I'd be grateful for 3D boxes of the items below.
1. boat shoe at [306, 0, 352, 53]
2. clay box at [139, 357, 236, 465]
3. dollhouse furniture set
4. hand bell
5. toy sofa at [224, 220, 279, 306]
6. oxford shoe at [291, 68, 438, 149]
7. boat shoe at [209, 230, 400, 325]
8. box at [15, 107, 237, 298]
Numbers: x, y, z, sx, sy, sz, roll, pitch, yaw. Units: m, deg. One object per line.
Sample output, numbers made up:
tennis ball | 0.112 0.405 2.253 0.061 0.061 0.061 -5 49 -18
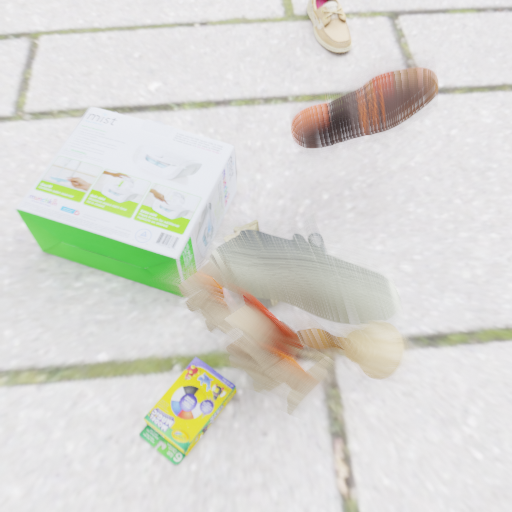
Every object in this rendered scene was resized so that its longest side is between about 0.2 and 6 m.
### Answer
boat shoe | 1.634 -5.419 12.664 0.744 0.698 2.018 -15 59 -10
clay box | -0.989 2.208 8.014 0.772 0.320 1.343 31 62 19
dollhouse furniture set | 0.112 0.997 7.182 0.985 1.891 1.911 -41 68 -16
hand bell | 1.094 1.102 7.103 1.509 0.786 0.786 16 48 -37
toy sofa | 0.033 0.140 9.197 0.668 0.567 1.368 -27 61 -10
oxford shoe | 1.691 -2.182 8.562 2.360 0.840 0.856 -22 16 9
boat shoe | 0.621 0.180 7.555 2.844 1.061 0.885 11 50 37
box | -2.029 -0.990 9.444 2.772 1.340 2.446 16 59 10
